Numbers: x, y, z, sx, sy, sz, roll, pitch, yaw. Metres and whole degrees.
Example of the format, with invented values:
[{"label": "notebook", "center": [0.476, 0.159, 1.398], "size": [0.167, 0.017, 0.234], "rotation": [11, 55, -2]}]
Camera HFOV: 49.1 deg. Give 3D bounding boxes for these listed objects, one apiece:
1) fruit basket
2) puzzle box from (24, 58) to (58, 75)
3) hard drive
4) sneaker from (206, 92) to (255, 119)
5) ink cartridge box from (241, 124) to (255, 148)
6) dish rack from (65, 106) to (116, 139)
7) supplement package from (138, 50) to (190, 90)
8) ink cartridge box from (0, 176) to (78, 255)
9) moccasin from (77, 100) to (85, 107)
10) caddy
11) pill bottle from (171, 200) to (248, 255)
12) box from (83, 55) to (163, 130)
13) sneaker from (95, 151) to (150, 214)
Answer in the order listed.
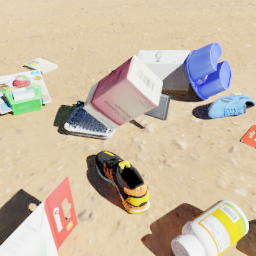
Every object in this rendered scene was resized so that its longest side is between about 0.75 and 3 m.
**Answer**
[{"label": "fruit basket", "center": [-4.546, -1.678, 11.944], "size": [2.056, 1.040, 2.219], "rotation": [-15, 60, -19]}, {"label": "puzzle box", "center": [-4.693, -3.335, 15.052], "size": [1.564, 0.199, 1.040], "rotation": [25, 44, 29]}, {"label": "hard drive", "center": [0.922, -0.860, 10.275], "size": [1.287, 0.898, 0.212], "rotation": [21, 19, 40]}, {"label": "sneaker", "center": [4.188, -0.830, 11.307], "size": [2.247, 0.741, 0.881], "rotation": [-20, 39, -25]}, {"label": "ink cartridge box", "center": [5.183, 0.358, 10.039], "size": [1.711, 0.429, 1.387], "rotation": [29, 46, 29]}, {"label": "dish rack", "center": [-1.290, -0.170, 10.729], "size": [1.911, 0.416, 1.640], "rotation": [7, 37, 10]}, {"label": "supplement package", "center": [1.636, -2.709, 13.059], "size": [2.394, 1.404, 1.399], "rotation": [2, 41, 9]}, {"label": "ink cartridge box", "center": [-1.704, 2.511, 5.950], "size": [0.599, 1.925, 2.392], "rotation": [19, 41, 24]}, {"label": "moccasin", "center": [-1.741, -0.915, 11.753], "size": [1.024, 0.349, 0.412], "rotation": [13, 39, 16]}, {"label": "caddy", "center": [3.477, -2.498, 12.452], "size": [1.506, 2.028, 2.869], "rotation": [-19, 24, 36]}, {"label": "pill bottle", "center": [1.928, 2.543, 6.690], "size": [1.764, 0.980, 0.980], "rotation": [-23, 43, -27]}, {"label": "box", "center": [-0.179, -1.086, 9.288], "size": [2.220, 1.419, 1.209], "rotation": [-28, 34, 39]}, {"label": "sneaker", "center": [-0.186, 1.240, 8.245], "size": [0.907, 1.168, 2.595], "rotation": [-19, 41, -24]}]
